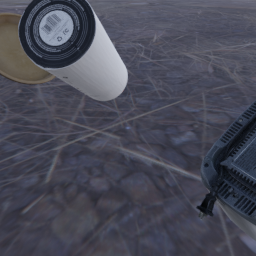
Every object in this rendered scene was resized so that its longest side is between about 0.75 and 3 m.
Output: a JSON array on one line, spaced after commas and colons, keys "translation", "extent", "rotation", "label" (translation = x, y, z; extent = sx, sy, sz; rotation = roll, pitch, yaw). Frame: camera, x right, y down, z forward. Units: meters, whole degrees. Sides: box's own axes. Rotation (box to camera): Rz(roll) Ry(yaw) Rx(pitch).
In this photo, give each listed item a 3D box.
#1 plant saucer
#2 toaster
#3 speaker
[{"translation": [-2.464, -1.807, 6.511], "extent": [1.933, 0.285, 1.933], "rotation": [18, 56, -28], "label": "plant saucer"}, {"translation": [1.311, 0.389, 2.358], "extent": [1.558, 1.007, 0.886], "rotation": [-46, 43, -8], "label": "toaster"}, {"translation": [-0.574, -0.937, 3.876], "extent": [0.862, 0.862, 2.122], "rotation": [6, -3, 10], "label": "speaker"}]
